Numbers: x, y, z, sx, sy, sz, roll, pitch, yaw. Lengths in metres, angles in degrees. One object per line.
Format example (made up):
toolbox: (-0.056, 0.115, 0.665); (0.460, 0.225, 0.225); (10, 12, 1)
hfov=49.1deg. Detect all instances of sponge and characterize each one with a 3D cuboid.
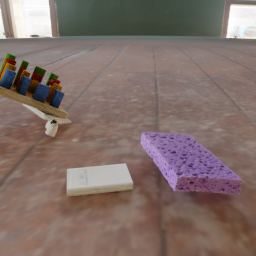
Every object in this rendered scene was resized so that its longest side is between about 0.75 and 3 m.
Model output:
sponge: (1.214, 0.660, 6.080); (1.331, 0.356, 2.386); (5, 18, -14)

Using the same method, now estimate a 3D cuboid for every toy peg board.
toy peg board: (-3.140, -1.462, 9.025); (2.351, 1.150, 2.341); (21, 5, -31)

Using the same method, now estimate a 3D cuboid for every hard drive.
hard drive: (-0.603, 1.049, 5.781); (1.281, 0.168, 0.845); (-4, 22, -11)

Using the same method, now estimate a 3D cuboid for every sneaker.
sneaker: (-2.145, -0.077, 8.072); (0.353, 0.469, 0.942); (22, 11, -22)

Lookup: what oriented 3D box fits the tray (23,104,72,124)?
tray: (-2.768, -0.539, 9.116); (1.949, 0.216, 1.046); (27, 5, 41)
